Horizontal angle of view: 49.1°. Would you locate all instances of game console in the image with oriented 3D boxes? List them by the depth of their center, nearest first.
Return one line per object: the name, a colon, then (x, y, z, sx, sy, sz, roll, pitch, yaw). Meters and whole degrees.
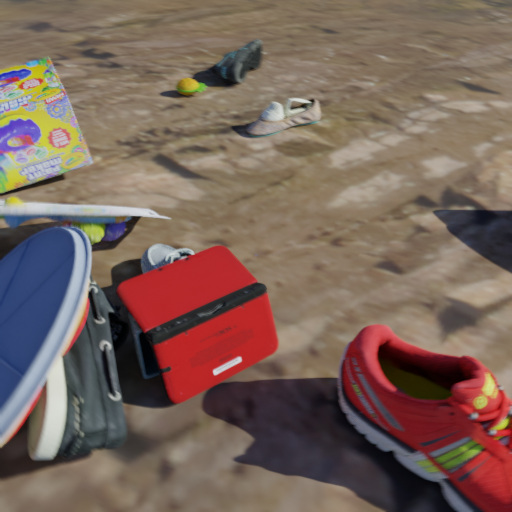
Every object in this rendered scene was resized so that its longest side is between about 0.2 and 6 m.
game console: (-0.666, 0.755, 6.616, 1.520, 1.310, 0.902, -23, 20, -28)

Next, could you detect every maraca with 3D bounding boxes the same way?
maraca: (-1.539, -3.953, 13.112, 0.710, 0.380, 0.487, 7, 48, 5)

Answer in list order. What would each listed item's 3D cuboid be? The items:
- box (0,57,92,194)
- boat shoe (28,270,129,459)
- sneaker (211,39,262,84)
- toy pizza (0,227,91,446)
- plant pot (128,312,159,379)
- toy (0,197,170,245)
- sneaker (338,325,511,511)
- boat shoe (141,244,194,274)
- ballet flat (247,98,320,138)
box: (-4.398, -2.292, 9.975, 2.238, 1.365, 2.155, -22, 42, -15)
boat shoe: (-1.930, 0.952, 6.368, 0.992, 1.118, 2.992, 14, 26, -26)
sneaker: (-0.425, -4.994, 14.146, 0.792, 0.754, 1.999, 12, 39, 18)
toy pizza: (-2.591, 0.990, 5.663, 2.961, 0.469, 2.961, -28, 40, 26)
plant pot: (-1.148, 0.846, 6.706, 0.757, 0.755, 0.771, -17, 38, -21)
toy: (-2.619, -0.483, 8.222, 2.390, 0.564, 1.376, 5, 9, -26)
sneaker: (2.079, 1.638, 5.211, 3.048, 1.294, 1.174, 25, 45, 28)
boat shoe: (-0.880, 0.290, 7.380, 0.733, 0.748, 2.101, -24, 44, -28)
ballet flat: (0.571, -2.953, 11.667, 1.725, 0.580, 0.587, -21, 43, -24)
